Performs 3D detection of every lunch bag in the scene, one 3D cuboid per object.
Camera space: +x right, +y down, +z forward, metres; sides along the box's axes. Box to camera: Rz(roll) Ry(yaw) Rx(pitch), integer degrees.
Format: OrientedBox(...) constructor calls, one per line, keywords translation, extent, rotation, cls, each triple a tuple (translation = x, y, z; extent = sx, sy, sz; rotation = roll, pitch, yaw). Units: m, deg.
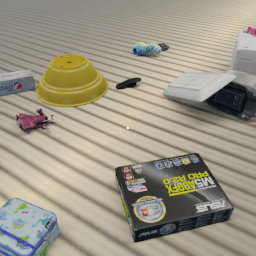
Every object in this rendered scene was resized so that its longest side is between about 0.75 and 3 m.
OrientedBox(translation=(-2.132, 2.062, 5.632), extent=(1.322, 0.545, 1.063), rotation=(17, 43, 23), cls="lunch bag")

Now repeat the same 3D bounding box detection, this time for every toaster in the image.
OrientedBox(translation=(3.595, -1.223, 9.468), extent=(2.047, 1.163, 1.322), rotation=(24, 40, 30), cls="toaster")

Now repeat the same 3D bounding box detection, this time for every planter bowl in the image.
OrientedBox(translation=(-2.130, -2.002, 10.483), extent=(2.769, 1.153, 2.769), rotation=(0, 38, 0), cls="planter bowl")

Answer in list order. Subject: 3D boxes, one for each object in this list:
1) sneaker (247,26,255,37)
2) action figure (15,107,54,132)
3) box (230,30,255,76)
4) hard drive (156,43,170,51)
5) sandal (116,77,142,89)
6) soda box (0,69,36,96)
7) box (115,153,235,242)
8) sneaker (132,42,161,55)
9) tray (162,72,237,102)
OrientedBox(translation=(5.131, -3.837, 11.143), extent=(0.381, 0.315, 0.798), rotation=(-2, 37, -21), cls="sneaker")
OrientedBox(translation=(-2.853, -0.193, 8.741), extent=(1.142, 0.765, 0.850), rotation=(-9, -5, -30), cls="action figure")
OrientedBox(translation=(5.334, -2.694, 11.081), extent=(2.292, 1.498, 2.280), rotation=(12, 39, 15), cls="box")
OrientedBox(translation=(1.543, -3.993, 13.894), extent=(0.893, 0.189, 0.602), rotation=(-16, 40, -21), cls="hard drive")
OrientedBox(translation=(0.031, -1.709, 10.882), extent=(1.049, 0.251, 0.394), rotation=(-20, 39, -5), cls="sandal")
OrientedBox(translation=(-4.488, -1.657, 10.471), extent=(1.884, 0.598, 0.643), rotation=(-15, 40, -19), cls="soda box")
OrientedBox(translation=(0.958, 1.474, 6.423), extent=(2.213, 0.490, 1.773), rotation=(-8, 38, -11), cls="box")
OrientedBox(translation=(0.832, -3.630, 13.224), extent=(1.452, 0.550, 0.763), rotation=(20, 53, 36), cls="sneaker")
OrientedBox(translation=(2.200, -1.496, 9.349), extent=(1.417, 0.293, 2.639), rotation=(-36, 21, -9), cls="tray")
